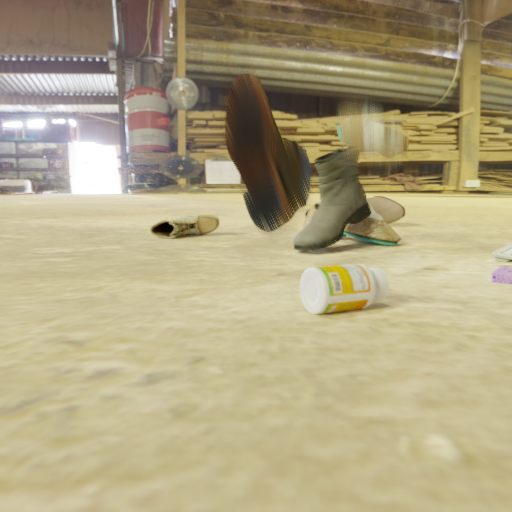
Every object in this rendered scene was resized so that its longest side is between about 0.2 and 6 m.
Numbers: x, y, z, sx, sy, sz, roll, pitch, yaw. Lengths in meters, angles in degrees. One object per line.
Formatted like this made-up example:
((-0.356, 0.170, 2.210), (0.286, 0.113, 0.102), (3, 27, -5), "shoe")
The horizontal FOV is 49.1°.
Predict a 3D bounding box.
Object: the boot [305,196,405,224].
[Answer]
((2.899, -1.249, 17.089), (2.657, 0.933, 1.943), (5, 15, 42), "boot")

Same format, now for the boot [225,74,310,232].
((0.224, -1.683, 8.990), (0.898, 2.403, 1.165), (-1, 15, 33), "boot")

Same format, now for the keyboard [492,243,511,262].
((5.837, -0.161, 11.506), (1.079, 0.204, 3.835), (6, 10, 34), "keyboard")

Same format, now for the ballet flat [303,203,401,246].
((2.241, -0.859, 13.483), (1.028, 0.952, 2.915), (7, 3, -42), "ballet flat")

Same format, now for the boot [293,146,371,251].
((1.463, -1.277, 11.853), (0.881, 1.699, 2.601), (2, 27, 42), "boot")

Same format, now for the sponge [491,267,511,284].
((4.114, 0.327, 8.227), (1.141, 0.170, 0.637), (5, 10, 34), "sponge")

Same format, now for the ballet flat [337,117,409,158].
((1.955, -1.945, 9.045), (0.511, 0.552, 1.564), (-4, -2, 45), "ballet flat")

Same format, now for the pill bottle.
((1.056, 0.375, 6.613), (0.977, 0.542, 0.542), (-4, 9, -27), "pill bottle")

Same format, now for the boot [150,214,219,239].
((-1.808, -0.749, 14.329), (1.541, 0.555, 1.192), (-4, 6, 15), "boot")
